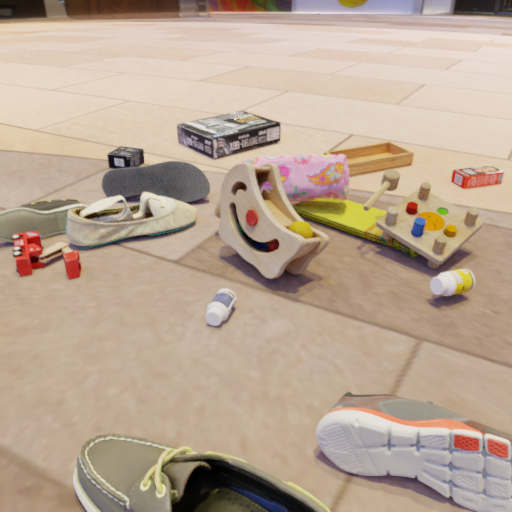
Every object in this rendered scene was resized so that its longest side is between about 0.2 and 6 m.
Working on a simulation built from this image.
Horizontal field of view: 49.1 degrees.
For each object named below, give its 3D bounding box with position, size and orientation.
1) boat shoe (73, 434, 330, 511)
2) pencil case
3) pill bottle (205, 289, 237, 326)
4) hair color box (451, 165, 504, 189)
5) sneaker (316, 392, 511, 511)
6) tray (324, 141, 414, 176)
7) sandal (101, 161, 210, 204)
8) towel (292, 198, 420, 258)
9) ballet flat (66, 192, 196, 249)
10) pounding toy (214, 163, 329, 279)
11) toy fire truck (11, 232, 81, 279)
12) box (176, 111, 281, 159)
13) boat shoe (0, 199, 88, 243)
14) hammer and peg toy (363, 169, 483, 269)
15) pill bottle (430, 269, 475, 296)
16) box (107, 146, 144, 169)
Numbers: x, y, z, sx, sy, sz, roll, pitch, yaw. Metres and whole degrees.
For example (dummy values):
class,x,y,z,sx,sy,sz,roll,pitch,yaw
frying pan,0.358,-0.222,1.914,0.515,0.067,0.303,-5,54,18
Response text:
class,x,y,z,sx,sy,sz,roll,pitch,yaw
boat shoe,-0.540,2.286,5.275,2.951,0.882,1.055,15,33,25
pencil case,0.758,-1.559,11.479,2.282,0.998,0.998,-2,28,14
pill bottle,-0.544,0.787,8.490,0.338,0.338,0.609,9,30,15
hair color box,5.208,-1.864,13.192,1.053,0.322,0.534,-9,30,-16
sneaker,1.947,1.890,5.994,2.480,0.956,1.015,11,25,17
tray,2.848,-2.464,14.218,2.039,0.377,1.005,-14,33,-21
sandal,-2.171,-1.634,12.339,2.375,0.903,0.509,3,2,4
towel,2.167,-0.687,11.244,2.881,0.260,1.240,23,33,35
ballet flat,-2.308,-0.790,10.778,2.645,0.825,0.892,-17,36,-27
pounding toy,0.311,-0.782,9.852,1.493,1.488,2.603,-7,37,-44
toy fire truck,-3.718,-0.036,9.913,1.066,0.368,1.511,-11,31,-20
box,-0.763,-3.449,15.715,2.331,0.580,1.838,-21,35,-32
boat shoe,-4.193,-0.711,10.836,1.954,0.696,0.588,-9,28,-30
hammer and peg toy,2.866,-0.695,10.163,1.454,0.697,1.977,-36,56,-29
pill bottle,3.075,0.428,8.810,0.675,0.376,0.376,-7,29,-28
box,-3.290,-2.471,14.185,0.668,0.399,0.679,10,31,18
